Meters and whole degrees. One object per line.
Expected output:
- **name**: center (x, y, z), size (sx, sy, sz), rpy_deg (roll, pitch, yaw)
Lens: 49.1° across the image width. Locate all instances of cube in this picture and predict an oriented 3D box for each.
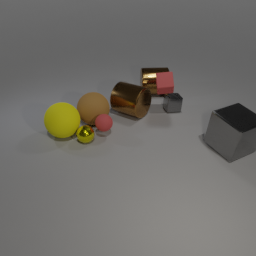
- **cube**: center (3.874, 0.135, 10.198), size (1.400, 1.400, 1.400), rpy_deg (-17, 42, -26)
- **cube**: center (1.566, -1.907, 11.926), size (0.700, 0.700, 0.700), rpy_deg (-5, 74, 5)
- **cube**: center (2.094, -1.205, 13.156), size (0.700, 0.700, 0.700), rpy_deg (-1, 28, -11)

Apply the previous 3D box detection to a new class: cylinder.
- **cylinder**: center (0.139, -1.281, 12.673), size (1.400, 1.400, 1.400), rpy_deg (19, 36, 29)
- **cylinder**: center (1.378, -2.430, 14.569), size (1.400, 1.400, 1.400), rpy_deg (-2, 31, -2)

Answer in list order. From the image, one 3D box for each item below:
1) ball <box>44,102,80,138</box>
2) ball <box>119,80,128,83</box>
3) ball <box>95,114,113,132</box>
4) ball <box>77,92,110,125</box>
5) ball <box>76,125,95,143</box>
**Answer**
- **ball**: center (-2.589, -0.309, 11.042), size (1.400, 1.400, 1.400), rpy_deg (0, 31, 0)
- **ball**: center (-0.253, -2.033, 13.919), size (0.700, 0.700, 0.700), rpy_deg (0, 31, 0)
- **ball**: center (-0.953, -0.207, 11.096), size (0.700, 0.700, 0.700), rpy_deg (0, 31, 0)
- **ball**: center (-1.484, -0.830, 11.985), size (1.400, 1.400, 1.400), rpy_deg (0, 31, 0)
- **ball**: center (-1.650, 0.237, 10.878), size (0.700, 0.700, 0.700), rpy_deg (0, 31, 0)
